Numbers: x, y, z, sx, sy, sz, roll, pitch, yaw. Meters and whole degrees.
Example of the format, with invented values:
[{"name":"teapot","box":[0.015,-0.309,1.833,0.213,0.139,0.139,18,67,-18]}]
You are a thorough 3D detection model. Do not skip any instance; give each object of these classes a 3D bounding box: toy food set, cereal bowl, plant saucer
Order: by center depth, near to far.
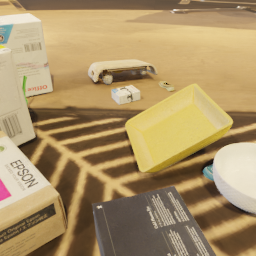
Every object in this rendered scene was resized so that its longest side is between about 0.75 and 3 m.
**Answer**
[{"name":"cereal bowl","box":[2.814,1.184,6.178,1.933,0.805,1.933,0,32,0]},{"name":"plant saucer","box":[1.250,0.046,7.442,2.404,0.582,2.404,-30,31,7]},{"name":"toy food set","box":[-0.284,-2.423,12.147,2.649,0.800,1.901,-8,21,-15]}]

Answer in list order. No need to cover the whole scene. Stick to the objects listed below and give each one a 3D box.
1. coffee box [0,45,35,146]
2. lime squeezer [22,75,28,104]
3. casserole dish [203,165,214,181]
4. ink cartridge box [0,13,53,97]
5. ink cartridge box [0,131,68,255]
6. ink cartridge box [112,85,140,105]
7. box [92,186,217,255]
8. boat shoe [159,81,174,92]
[{"name":"coffee box","box":[-4.459,-0.759,7.481,2.588,2.592,2.563,-28,41,-32]},{"name":"lime squeezer","box":[-3.739,-0.745,9.356,0.372,0.697,1.973,26,75,12]},{"name":"casserole dish","box":[2.247,1.062,7.001,0.767,0.149,0.465,-13,34,-18]},{"name":"ink cartridge box","box":[-4.239,-2.723,10.641,1.962,2.674,1.953,-16,34,-24]},{"name":"ink cartridge box","box":[-2.998,1.428,5.520,2.396,1.092,2.908,-26,39,-33]},{"name":"ink cartridge box","box":[-0.080,-1.245,10.459,0.890,0.373,0.646,-16,35,-24]},{"name":"box","box":[0.361,2.032,4.700,1.617,0.924,1.776,-8,33,-13]},{"name":"boat shoe","box":[1.566,-1.759,11.373,0.324,0.280,0.889,-14,35,-21]}]
